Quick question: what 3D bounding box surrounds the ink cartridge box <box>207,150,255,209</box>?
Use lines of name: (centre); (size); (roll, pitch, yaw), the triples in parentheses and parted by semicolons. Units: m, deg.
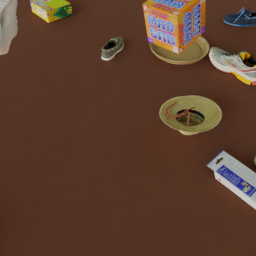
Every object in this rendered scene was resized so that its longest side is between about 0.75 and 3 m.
ink cartridge box: (2.880, 1.307, 7.256); (0.761, 0.298, 1.607); (-34, 58, -27)

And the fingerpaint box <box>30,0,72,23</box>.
fingerpaint box: (-3.730, -5.840, 13.624); (1.348, 0.593, 1.616); (-33, 55, -28)

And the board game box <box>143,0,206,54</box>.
board game box: (1.107, -2.577, 6.607); (1.010, 1.010, 1.009); (-42, 55, -19)

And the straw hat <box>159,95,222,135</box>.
straw hat: (1.829, -0.197, 8.332); (1.763, 0.746, 1.763); (-4, 43, 4)

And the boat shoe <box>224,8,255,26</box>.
boat shoe: (5.506, -5.197, 12.957); (2.053, 0.705, 0.864); (-1, 47, -1)

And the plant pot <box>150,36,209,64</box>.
plant pot: (2.077, -3.280, 11.458); (2.406, 0.331, 2.406); (0, 47, 0)

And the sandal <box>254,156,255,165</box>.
sandal: (4.044, 1.057, 7.414); (1.350, 0.385, 0.536); (29, 54, 24)

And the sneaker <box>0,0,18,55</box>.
sneaker: (-2.286, -2.086, 5.076); (0.615, 1.578, 0.784); (20, 7, 1)

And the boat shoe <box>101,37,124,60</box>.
boat shoe: (-0.598, -3.342, 11.413); (0.553, 0.463, 1.549); (19, 50, 16)

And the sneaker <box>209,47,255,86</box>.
sneaker: (4.033, -2.506, 10.327); (0.883, 0.932, 2.269); (-35, 55, -28)
